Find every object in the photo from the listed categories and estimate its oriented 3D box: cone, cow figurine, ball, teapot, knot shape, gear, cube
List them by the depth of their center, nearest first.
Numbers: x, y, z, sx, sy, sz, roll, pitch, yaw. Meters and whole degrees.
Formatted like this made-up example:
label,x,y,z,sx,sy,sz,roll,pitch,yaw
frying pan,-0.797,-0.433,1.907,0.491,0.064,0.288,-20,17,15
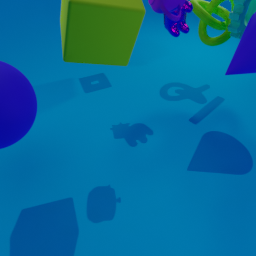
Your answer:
label,x,y,z,sx,sy,sz,roll,pitch,yaw
ball,-1.631,-0.271,3.304,1.069,1.069,1.069,0,41,0
cube,-0.456,-1.702,4.281,1.039,1.039,1.039,0,56,-18
teapot,0.747,-2.435,4.785,0.684,0.869,1.398,5,72,-13
cone,2.745,-1.586,6.250,1.576,1.570,1.570,-34,50,-13
cow figurine,1.044,-2.993,6.872,0.677,1.234,1.214,-25,53,-15
gear,3.299,-3.263,7.734,0.283,1.529,1.529,31,50,33
knot shape,2.579,-3.482,8.588,1.604,0.792,1.714,29,80,-1
